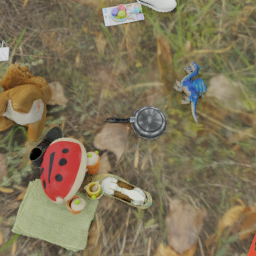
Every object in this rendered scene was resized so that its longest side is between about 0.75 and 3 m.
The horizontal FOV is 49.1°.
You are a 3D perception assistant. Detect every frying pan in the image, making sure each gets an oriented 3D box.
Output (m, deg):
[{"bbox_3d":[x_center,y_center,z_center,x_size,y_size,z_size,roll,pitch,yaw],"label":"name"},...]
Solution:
[{"bbox_3d":[0.424,-0.440,10.918,2.323,0.378,1.405,25,70,6],"label":"frying pan"}]

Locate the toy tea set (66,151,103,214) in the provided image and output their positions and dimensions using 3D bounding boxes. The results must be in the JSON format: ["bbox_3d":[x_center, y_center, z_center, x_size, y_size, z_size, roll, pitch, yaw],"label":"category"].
[{"bbox_3d":[-1.535,1.694,9.404,1.384,0.862,2.328,-9,46,-7],"label":"toy tea set"}]

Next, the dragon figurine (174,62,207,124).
[{"bbox_3d":[2.653,-1.498,11.086,1.241,0.734,2.495,-20,69,-7],"label":"dragon figurine"}]

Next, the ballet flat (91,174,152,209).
[{"bbox_3d":[-0.236,2.138,9.658,2.291,0.810,0.810,21,70,8],"label":"ballet flat"}]

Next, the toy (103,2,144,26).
[{"bbox_3d":[-0.228,-5.293,12.728,1.782,0.421,1.026,-9,69,-4],"label":"toy"}]

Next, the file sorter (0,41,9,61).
[{"bbox_3d":[-5.636,-3.255,11.846,0.956,0.595,0.663,-5,69,-1],"label":"file sorter"}]

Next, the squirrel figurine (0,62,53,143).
[{"bbox_3d":[-4.400,-1.098,10.604,2.537,1.924,2.718,8,54,14],"label":"squirrel figurine"}]

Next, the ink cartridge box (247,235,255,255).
[{"bbox_3d":[4.843,4.118,9.127,1.492,0.426,1.213,29,72,6],"label":"ink cartridge box"}]

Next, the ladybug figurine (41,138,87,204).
[{"bbox_3d":[-2.226,1.290,9.310,1.709,0.906,2.518,-27,44,17],"label":"ladybug figurine"}]

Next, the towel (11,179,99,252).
[{"bbox_3d":[-2.436,2.908,9.526,2.594,0.473,1.925,14,68,6],"label":"towel"}]

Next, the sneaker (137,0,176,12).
[{"bbox_3d":[1.295,-5.930,12.795,1.908,0.768,0.729,17,68,5],"label":"sneaker"}]

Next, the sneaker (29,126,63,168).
[{"bbox_3d":[-2.918,0.599,10.180,0.639,0.907,1.708,20,70,7],"label":"sneaker"}]
